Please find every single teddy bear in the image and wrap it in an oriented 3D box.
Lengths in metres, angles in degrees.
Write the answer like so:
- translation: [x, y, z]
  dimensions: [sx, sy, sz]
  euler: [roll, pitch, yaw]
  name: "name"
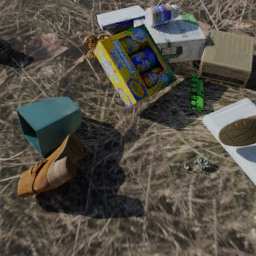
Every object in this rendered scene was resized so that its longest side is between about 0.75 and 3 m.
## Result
- translation: [-0.784, -3.167, 11.549]
  dimensions: [2.619, 0.874, 1.899]
  euler: [29, 40, 23]
  name: "teddy bear"

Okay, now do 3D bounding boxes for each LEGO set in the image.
- translation: [2.187, 1.115, 8.560]
  dimensions: [0.929, 0.263, 0.603]
  euler: [-24, 56, -17]
  name: "LEGO set"

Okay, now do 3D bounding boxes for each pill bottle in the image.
- translation: [1.384, -4.541, 11.212]
  dimensions: [1.248, 0.699, 0.699]
  euler: [-19, 55, -14]
  name: "pill bottle"

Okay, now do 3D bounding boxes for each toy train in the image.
- translation: [2.565, -1.339, 10.399]
  dimensions: [0.505, 0.374, 1.791]
  euler: [13, 53, -2]
  name: "toy train"

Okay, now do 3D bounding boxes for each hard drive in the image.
- translation: [4.076, 0.408, 9.020]
  dimensions: [1.947, 0.394, 2.951]
  euler: [-22, 55, -16]
  name: "hard drive"

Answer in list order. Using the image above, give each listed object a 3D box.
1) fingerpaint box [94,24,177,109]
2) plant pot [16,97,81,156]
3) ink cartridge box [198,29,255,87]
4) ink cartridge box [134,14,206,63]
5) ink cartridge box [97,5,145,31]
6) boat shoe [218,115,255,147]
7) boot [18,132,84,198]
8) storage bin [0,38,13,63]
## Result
- translation: [0.281, -2.196, 9.871]
  dimensions: [1.981, 0.871, 2.374]
  euler: [-30, 90, -26]
  name: "fingerpaint box"
- translation: [-2.425, -0.216, 9.056]
  dimensions: [1.706, 1.205, 1.206]
  euler: [-32, 59, -31]
  name: "plant pot"
- translation: [3.957, -2.851, 11.225]
  dimensions: [1.859, 0.847, 2.256]
  euler: [15, 54, 11]
  name: "ink cartridge box"
- translation: [1.644, -3.725, 11.729]
  dimensions: [2.609, 1.096, 1.904]
  euler: [-6, 52, -5]
  name: "ink cartridge box"
- translation: [-0.237, -4.880, 12.569]
  dimensions: [2.110, 0.429, 2.114]
  euler: [-15, 35, -4]
  name: "ink cartridge box"
- translation: [3.763, 0.032, 8.396]
  dimensions: [2.240, 0.757, 0.806]
  euler: [-19, 83, 0]
  name: "boat shoe"
- translation: [-2.246, 1.095, 8.318]
  dimensions: [1.722, 0.851, 2.218]
  euler: [-27, 30, 13]
  name: "boot"
- translation: [-5.605, -3.353, 11.788]
  dimensions: [1.255, 0.589, 0.849]
  euler: [26, 57, 20]
  name: "storage bin"
